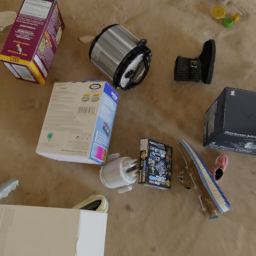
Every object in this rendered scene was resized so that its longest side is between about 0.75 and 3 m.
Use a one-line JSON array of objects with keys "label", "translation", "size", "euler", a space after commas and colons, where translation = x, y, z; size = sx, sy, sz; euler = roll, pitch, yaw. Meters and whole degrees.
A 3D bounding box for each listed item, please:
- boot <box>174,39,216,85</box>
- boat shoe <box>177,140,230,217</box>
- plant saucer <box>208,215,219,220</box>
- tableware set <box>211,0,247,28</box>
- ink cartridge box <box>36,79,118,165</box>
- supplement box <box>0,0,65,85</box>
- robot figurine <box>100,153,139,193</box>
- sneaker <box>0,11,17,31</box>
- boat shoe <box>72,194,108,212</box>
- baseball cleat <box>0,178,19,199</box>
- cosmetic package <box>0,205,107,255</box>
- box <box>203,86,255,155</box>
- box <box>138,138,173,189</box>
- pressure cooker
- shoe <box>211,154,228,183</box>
[{"label": "boot", "translation": [2.471, -2.540, 10.399], "size": [1.397, 0.703, 1.868], "euler": [10, 74, 3]}, {"label": "boat shoe", "translation": [2.146, 1.590, 9.000], "size": [0.948, 0.947, 2.620], "euler": [-35, 59, 14]}, {"label": "plant saucer", "translation": [2.699, 2.494, 9.220], "size": [0.338, 0.092, 0.968], "euler": [-8, 73, -2]}, {"label": "tableware set", "translation": [3.776, -4.931, 11.371], "size": [1.260, 0.287, 1.871], "euler": [-40, 78, -8]}, {"label": "ink cartridge box", "translation": [-1.555, -0.408, 9.236], "size": [2.037, 1.140, 2.985], "euler": [3, 74, 23]}, {"label": "supplement box", "translation": [-3.370, -3.192, 10.168], "size": [1.175, 1.514, 2.743], "euler": [13, 74, 4]}, {"label": "robot figurine", "translation": [-0.299, 1.428, 8.944], "size": [1.514, 0.855, 1.284], "euler": [-24, 81, 37]}, {"label": "sneaker", "translation": [-5.478, -3.489, 10.713], "size": [2.890, 1.052, 1.223], "euler": [-30, 109, -16]}, {"label": "boat shoe", "translation": [-1.782, 2.955, 8.596], "size": [2.637, 1.004, 0.945], "euler": [-42, 78, -11]}, {"label": "baseball cleat", "translation": [-4.497, 2.066, 9.064], "size": [1.812, 0.632, 0.965], "euler": [-39, 77, -12]}, {"label": "cosmetic package", "translation": [-1.994, 2.669, 6.765], "size": [2.757, 1.169, 1.483], "euler": [-3, 71, 26]}, {"label": "box", "translation": [3.791, -0.090, 8.815], "size": [2.303, 2.341, 1.375], "euler": [9, 74, 3]}, {"label": "box", "translation": [0.913, 1.174, 8.981], "size": [0.360, 1.448, 1.437], "euler": [-8, 70, 40]}, {"label": "pressure cooker", "translation": [-0.159, -2.369, 9.806], "size": [1.791, 1.764, 2.005], "euler": [-45, 75, -8]}, {"label": "shoe", "translation": [3.090, 1.335, 9.349], "size": [0.391, 0.497, 1.093], "euler": [28, 75, 8]}]
